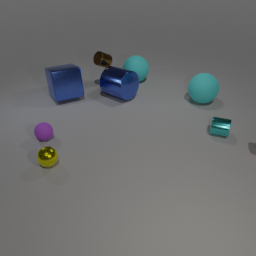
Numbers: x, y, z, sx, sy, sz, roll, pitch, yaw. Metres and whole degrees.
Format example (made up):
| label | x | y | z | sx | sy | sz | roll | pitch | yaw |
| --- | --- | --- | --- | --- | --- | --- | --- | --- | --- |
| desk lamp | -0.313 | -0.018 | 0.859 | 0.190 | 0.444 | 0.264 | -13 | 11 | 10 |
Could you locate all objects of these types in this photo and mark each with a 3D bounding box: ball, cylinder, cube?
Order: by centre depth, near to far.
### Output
| label | x | y | z | sx | sy | sz | roll | pitch | yaw |
| --- | --- | --- | --- | --- | --- | --- | --- | --- | --- |
| ball | -2.699 | 0.959 | 9.386 | 0.700 | 0.700 | 0.700 | 0 | 33 | 0 |
| ball | -3.213 | 0.129 | 10.676 | 0.700 | 0.700 | 0.700 | 0 | 33 | 0 |
| cylinder | 3.617 | -0.051 | 10.954 | 0.700 | 0.700 | 0.700 | 11 | 35 | 17 |
| ball | 3.533 | -1.861 | 13.121 | 1.400 | 1.400 | 1.400 | 0 | 33 | 0 |
| cube | -3.059 | -2.219 | 13.475 | 1.400 | 1.400 | 1.400 | -15 | 26 | -23 |
| cylinder | -0.413 | -2.183 | 13.547 | 1.400 | 1.400 | 1.400 | 22 | 39 | 35 |
| cylinder | -1.263 | -3.438 | 14.090 | 0.700 | 0.700 | 0.700 | 31 | 17 | 38 |
| ball | 0.428 | -3.216 | 15.218 | 1.400 | 1.400 | 1.400 | 0 | 33 | 0 |
